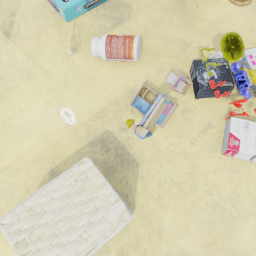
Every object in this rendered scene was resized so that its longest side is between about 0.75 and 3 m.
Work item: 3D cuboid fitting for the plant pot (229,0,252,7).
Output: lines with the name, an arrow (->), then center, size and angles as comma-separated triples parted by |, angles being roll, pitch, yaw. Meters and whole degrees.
plant pot -> 4.710, -5.521, 11.723 | 1.051, 0.144, 1.051 | 0, 67, -1

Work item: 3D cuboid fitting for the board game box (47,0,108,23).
board game box -> -1.939, -5.935, 11.590 | 2.962, 0.695, 2.236 | -34, 71, -14

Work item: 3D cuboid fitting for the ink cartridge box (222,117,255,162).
ink cartridge box -> 3.901, 0.430, 8.863 | 1.580, 0.659, 1.147 | 13, 67, 6

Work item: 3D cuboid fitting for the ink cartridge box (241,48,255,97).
ink cartridge box -> 5.341, -1.886, 9.963 | 2.015, 0.506, 2.322 | -11, 67, -3

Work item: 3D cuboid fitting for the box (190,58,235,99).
box -> 2.903, -1.725, 9.769 | 1.213, 0.724, 1.233 | -5, 68, -2

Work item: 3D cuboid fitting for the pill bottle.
pill bottle -> -0.430, -2.883, 10.098 | 1.674, 0.939, 0.939 | 5, 67, 10

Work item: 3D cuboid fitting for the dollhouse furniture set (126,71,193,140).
dollhouse furniture set -> 0.676, -0.920, 8.378 | 1.362, 2.088, 1.971 | 36, 108, 14

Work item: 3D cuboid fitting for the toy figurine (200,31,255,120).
toy figurine -> 3.569, -1.778, 9.488 | 1.430, 1.624, 2.711 | -22, 97, 27

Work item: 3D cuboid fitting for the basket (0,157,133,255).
basket -> -1.531, 2.420, 7.384 | 2.924, 1.804, 1.982 | -37, 71, -14
